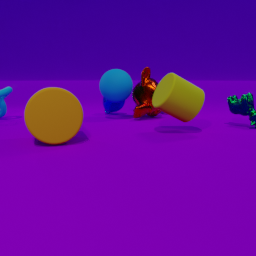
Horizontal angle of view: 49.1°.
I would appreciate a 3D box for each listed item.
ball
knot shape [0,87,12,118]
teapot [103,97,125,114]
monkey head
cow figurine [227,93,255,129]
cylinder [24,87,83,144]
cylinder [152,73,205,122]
[{"bbox_3d":[-0.363,-1.285,8.572,1.019,1.019,1.019,0,10,0],"label":"ball"},{"bbox_3d":[-4.146,-0.768,8.550,1.270,1.188,0.587,-19,57,-34],"label":"knot shape"},{"bbox_3d":[-0.509,-1.004,9.692,0.819,1.317,0.645,-4,47,-39],"label":"teapot"},{"bbox_3d":[0.486,-0.910,8.851,1.348,1.874,1.129,-26,58,-30],"label":"monkey head"},{"bbox_3d":[3.087,-0.439,7.328,0.514,0.921,0.936,-16,7,-37],"label":"cow figurine"},{"bbox_3d":[-1.512,-0.288,5.707,1.074,1.074,1.074,-3,9,-16],"label":"cylinder"},{"bbox_3d":[1.158,-0.695,6.506,0.880,0.880,0.880,25,2,-20],"label":"cylinder"}]
